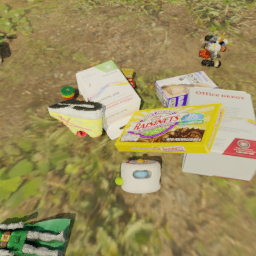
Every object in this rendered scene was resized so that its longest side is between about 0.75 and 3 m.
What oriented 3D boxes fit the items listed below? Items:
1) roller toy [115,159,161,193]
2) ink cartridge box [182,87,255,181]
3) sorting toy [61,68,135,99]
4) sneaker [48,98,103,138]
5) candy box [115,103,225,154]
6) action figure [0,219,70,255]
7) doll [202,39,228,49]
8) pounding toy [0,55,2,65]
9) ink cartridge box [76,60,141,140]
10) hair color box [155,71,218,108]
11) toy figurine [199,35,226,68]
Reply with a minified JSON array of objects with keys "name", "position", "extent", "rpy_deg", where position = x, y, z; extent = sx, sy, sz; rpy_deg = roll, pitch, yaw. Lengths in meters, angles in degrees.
[{"name":"roller toy","position":[0.329,1.157,7.008],"extent":[0.993,0.761,1.089],"rpy_deg":[0,1,43]},{"name":"ink cartridge box","position":[2.611,0.070,8.115],"extent":[1.880,1.068,2.580],"rpy_deg":[8,46,7]},{"name":"sorting toy","position":[-1.041,-1.611,10.209],"extent":[2.735,0.463,1.319],"rpy_deg":[-9,46,-8]},{"name":"sneaker","position":[-1.638,-0.249,8.578],"extent":[0.943,1.089,2.413],"rpy_deg":[-27,27,-36]},{"name":"candy box","position":[1.039,0.019,7.617],"extent":[2.859,0.378,1.461],"rpy_deg":[-3,43,41]},{"name":"action figure","position":[-2.414,2.486,6.151],"extent":[2.056,0.562,1.214],"rpy_deg":[2,48,7]},{"name":"doll","position":[3.920,-3.709,12.390],"extent":[1.274,0.309,0.869],"rpy_deg":[-16,39,-24]},{"name":"pounding toy","position":[-6.054,-3.509,11.487],"extent":[1.303,1.307,2.279],"rpy_deg":[-14,47,-19]},{"name":"ink cartridge box","position":[-0.526,-0.940,8.928],"extent":[1.374,0.790,2.347],"rpy_deg":[-26,64,-17]},{"name":"hair color box","position":[2.016,-1.335,9.847],"extent":[1.891,0.613,1.034],"rpy_deg":[-15,48,-12]},{"name":"toy figurine","position":[3.417,-3.077,11.224],"extent":[0.776,1.099,1.116],"rpy_deg":[7,43,-6]}]
